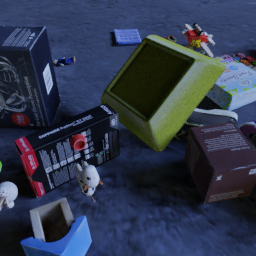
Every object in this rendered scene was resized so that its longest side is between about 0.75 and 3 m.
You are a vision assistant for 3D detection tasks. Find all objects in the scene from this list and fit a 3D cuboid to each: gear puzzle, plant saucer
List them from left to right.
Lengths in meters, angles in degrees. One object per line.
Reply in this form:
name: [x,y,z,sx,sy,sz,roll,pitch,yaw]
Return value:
plant saucer: [0.650,-1.251,7.760,2.859,0.686,2.864,39,92,39]
gear puzzle: [5.055,-2.652,11.470,0.943,0.238,1.821,-29,50,-28]

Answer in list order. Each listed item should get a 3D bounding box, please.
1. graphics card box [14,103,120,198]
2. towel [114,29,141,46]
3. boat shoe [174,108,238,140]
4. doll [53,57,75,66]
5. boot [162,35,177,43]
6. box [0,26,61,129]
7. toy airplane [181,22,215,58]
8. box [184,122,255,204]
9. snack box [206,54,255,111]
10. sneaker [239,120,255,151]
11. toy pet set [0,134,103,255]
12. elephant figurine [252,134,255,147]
graphics card box: [-1.371,0.521,7.001,2.481,1.556,0.631,-25,46,-24]
towel: [-0.030,-4.393,13.425,1.214,0.200,1.677,-4,42,-6]
boat shoe: [1.746,-0.081,8.038,2.756,0.983,0.830,4,69,4]
doll: [-2.650,-2.786,11.638,0.891,0.216,0.608,-9,44,-1]
boot: [1.822,-3.853,12.440,0.520,0.743,1.385,-11,42,-10]
box: [-3.574,-1.431,8.255,2.517,2.764,1.439,2,43,3]
toy airplane: [3.036,-3.804,12.266,1.604,1.137,1.611,37,31,-16]
box: [2.249,0.820,6.905,1.240,1.227,1.494,-7,43,-8]
snack box: [3.544,-1.698,10.041,1.878,0.754,2.227,-21,48,-22]
sneaker: [4.372,0.366,7.673,2.463,0.991,1.089,29,42,30]
toy pet set: [-1.628,1.682,5.151,2.518,2.351,1.337,-18,37,-18]
elephant figurine: [4.119,1.178,6.473,1.584,1.737,2.239,11,0,-41]
